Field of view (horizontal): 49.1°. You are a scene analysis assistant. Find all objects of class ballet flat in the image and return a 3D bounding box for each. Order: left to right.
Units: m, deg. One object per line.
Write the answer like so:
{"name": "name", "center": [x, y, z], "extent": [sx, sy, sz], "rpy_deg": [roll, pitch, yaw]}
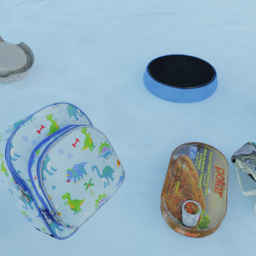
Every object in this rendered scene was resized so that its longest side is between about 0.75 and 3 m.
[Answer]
{"name": "ballet flat", "center": [2.952, 1.387, 5.929], "extent": [0.915, 0.915, 2.544], "rpy_deg": [-9, 42, -9]}

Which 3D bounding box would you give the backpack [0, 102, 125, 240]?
{"name": "backpack", "center": [-0.961, 0.520, 4.116], "extent": [1.256, 1.709, 1.564], "rpy_deg": [-15, 20, 50]}

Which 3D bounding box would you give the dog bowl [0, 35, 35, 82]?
{"name": "dog bowl", "center": [-4.279, -2.385, 9.746], "extent": [1.910, 0.560, 1.910], "rpy_deg": [14, 50, -18]}

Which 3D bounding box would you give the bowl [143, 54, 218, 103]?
{"name": "bowl", "center": [1.802, -1.793, 9.611], "extent": [2.555, 0.502, 2.555], "rpy_deg": [0, 42, 0]}

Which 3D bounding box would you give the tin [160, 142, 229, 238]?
{"name": "tin", "center": [1.502, 1.271, 6.212], "extent": [1.342, 0.502, 2.397], "rpy_deg": [9, 42, 16]}
